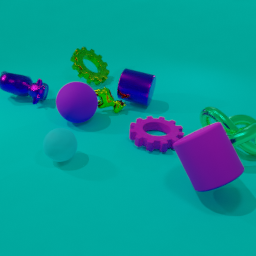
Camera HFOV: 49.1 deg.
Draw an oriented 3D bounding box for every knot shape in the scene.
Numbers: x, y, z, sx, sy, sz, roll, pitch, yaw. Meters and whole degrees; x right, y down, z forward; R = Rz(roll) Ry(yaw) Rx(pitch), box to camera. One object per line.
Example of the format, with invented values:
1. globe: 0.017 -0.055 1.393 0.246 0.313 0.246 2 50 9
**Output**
1. knot shape: 2.965 0.106 7.555 1.824 0.901 1.949 11 16 -19

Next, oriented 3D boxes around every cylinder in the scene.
1. cylinder: 1.703 0.609 5.994 1.122 1.122 1.122 -26 -3 -1
2. cylinder: 0.309 -1.424 9.796 1.109 1.109 1.109 16 34 11

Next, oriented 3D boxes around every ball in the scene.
1. ball: -1.729 0.431 7.175 0.861 0.861 0.861 0 31 0
2. ball: -1.597 -0.804 8.809 1.295 1.295 1.295 0 31 0

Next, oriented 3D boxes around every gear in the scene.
1. gear: 0.821 0.138 8.138 1.548 0.286 1.548 2 30 -1
2. gear: -1.557 -2.583 11.635 1.697 0.314 1.697 24 49 -30

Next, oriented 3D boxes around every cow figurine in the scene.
1. cow figurine: -3.779 -1.490 10.073 1.729 0.949 1.702 12 9 -29
2. cow figurine: -0.582 -0.953 9.427 0.965 0.980 0.538 -12 30 0
